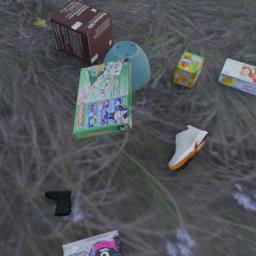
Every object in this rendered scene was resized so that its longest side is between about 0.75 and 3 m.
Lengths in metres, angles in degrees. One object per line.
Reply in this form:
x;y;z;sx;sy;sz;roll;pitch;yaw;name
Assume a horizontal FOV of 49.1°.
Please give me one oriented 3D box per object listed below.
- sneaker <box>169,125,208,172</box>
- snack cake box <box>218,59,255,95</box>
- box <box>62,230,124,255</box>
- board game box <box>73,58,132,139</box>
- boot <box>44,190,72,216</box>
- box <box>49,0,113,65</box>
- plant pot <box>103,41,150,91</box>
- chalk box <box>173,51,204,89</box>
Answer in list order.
2.054;0.726;10.506;0.998;0.821;2.170;31;54;27;sneaker
5.132;-2.298;12.535;1.862;0.626;1.071;23;57;14;snack cake box
-0.966;3.774;8.189;1.633;1.079;0.937;-13;57;-9;box
-0.643;-0.842;7.549;1.486;0.322;2.209;-9;58;16;board game box
-2.359;2.547;9.471;1.005;0.372;0.823;-2;61;-1;boot
-2.150;-4.573;13.335;2.233;1.833;1.852;28;60;17;box
-0.092;-2.932;12.438;2.240;1.508;2.240;0;57;0;plant pot
2.785;-2.728;12.631;0.954;0.947;1.528;22;59;13;chalk box
